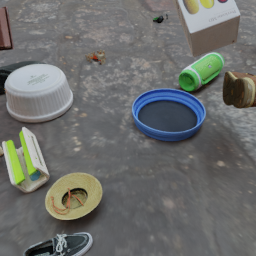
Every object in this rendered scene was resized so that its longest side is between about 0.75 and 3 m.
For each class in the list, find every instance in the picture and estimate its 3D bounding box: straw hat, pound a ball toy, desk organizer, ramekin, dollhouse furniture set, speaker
[{"bbox_3d":[-1.198,1.663,6.356,1.278,0.541,1.278,0,41,0],"label":"straw hat"},{"bbox_3d":[-2.823,0.866,7.255,1.196,0.779,1.833,-36,48,-1],"label":"pound a ball toy"},{"bbox_3d":[-4.004,-2.307,6.800,2.623,0.941,1.010,8,19,36],"label":"desk organizer"},{"bbox_3d":[-2.986,-1.258,9.293,2.229,1.038,2.229,0,40,0],"label":"ramekin"},{"bbox_3d":[-1.280,-2.960,11.827,0.783,0.404,0.775,-28,37,-28],"label":"dollhouse furniture set"},{"bbox_3d":[2.753,-2.102,10.385,0.895,0.895,2.024,31,50,31],"label":"speaker"}]

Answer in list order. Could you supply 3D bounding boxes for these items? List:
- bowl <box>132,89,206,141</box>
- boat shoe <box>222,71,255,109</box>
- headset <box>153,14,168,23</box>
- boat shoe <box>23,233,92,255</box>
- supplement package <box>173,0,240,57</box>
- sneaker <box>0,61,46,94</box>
[{"bbox_3d":[1.257,-0.446,8.829,2.261,0.444,2.261,0,42,0],"label":"bowl"},{"bbox_3d":[2.809,-0.904,6.718,0.777,0.828,2.299,2,15,4],"label":"boat shoe"},{"bbox_3d":[1.745,-5.916,15.086,0.848,0.399,0.524,10,42,28],"label":"headset"},{"bbox_3d":[-1.385,2.370,5.610,1.343,0.459,0.496,-10,42,-11],"label":"boat shoe"},{"bbox_3d":[1.335,-2.232,5.068,0.864,0.832,1.519,-18,70,11],"label":"supplement package"},{"bbox_3d":[-4.201,-1.961,10.365,2.464,0.936,1.118,-16,34,-27],"label":"sneaker"}]
